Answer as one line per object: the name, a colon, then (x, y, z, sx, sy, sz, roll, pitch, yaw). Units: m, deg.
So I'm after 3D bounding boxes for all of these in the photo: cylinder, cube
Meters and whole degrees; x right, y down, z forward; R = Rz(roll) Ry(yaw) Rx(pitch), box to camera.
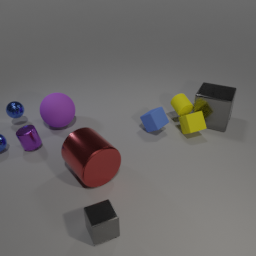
cylinder: (2.218, -0.942, 11.545, 0.700, 0.700, 0.700, -14, 53, -21)
cube: (2.484, -0.200, 10.827, 0.700, 0.700, 0.700, -15, -1, -15)
cube: (3.536, -0.890, 11.548, 1.400, 1.400, 1.400, 14, 35, 21)
cube: (-0.662, 2.375, 7.085, 0.700, 0.700, 0.700, -14, 32, -21)
cylinder: (-1.159, 0.890, 8.766, 1.400, 1.400, 1.400, -22, 39, -30)
cylinder: (-3.584, 0.351, 10.138, 0.700, 0.700, 0.700, -12, 32, 7)
cube: (1.044, -0.332, 10.999, 0.700, 0.700, 0.700, -33, 10, -34)

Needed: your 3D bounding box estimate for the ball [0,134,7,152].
ball: (-4.685, 0.532, 9.957, 0.700, 0.700, 0.700, 0, 33, 0)

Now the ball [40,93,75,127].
ball: (-2.832, -0.724, 11.294, 1.400, 1.400, 1.400, 0, 33, 0)

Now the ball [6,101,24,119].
ball: (-4.549, -0.732, 11.294, 0.700, 0.700, 0.700, 0, 33, 0)
